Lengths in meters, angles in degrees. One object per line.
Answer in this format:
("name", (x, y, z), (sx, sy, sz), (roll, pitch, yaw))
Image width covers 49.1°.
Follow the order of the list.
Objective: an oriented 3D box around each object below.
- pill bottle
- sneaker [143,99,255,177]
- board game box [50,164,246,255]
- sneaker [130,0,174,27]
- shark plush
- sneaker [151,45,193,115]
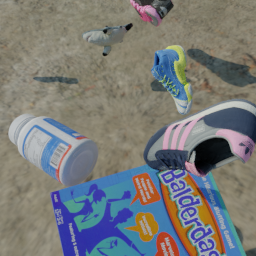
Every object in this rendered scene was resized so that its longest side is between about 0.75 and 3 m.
("pill bottle", (-1.574, 0.358, 5.725), (1.797, 1.009, 1.009), (26, 57, 29))
("sneaker", (0.741, 0.302, 3.511), (0.646, 1.842, 0.755), (38, 50, -14))
("board game box", (0.312, 1.692, 4.609), (2.712, 0.610, 2.063), (-15, 71, -12))
("sneaker", (0.792, -3.963, 9.013), (0.973, 0.806, 2.041), (-44, 40, 8))
("shark plush", (-0.517, -3.119, 8.865), (0.795, 0.867, 1.909), (33, 61, 27))
("sneaker", (0.710, -0.802, 4.825), (0.640, 0.461, 1.218), (-7, 85, -16))
